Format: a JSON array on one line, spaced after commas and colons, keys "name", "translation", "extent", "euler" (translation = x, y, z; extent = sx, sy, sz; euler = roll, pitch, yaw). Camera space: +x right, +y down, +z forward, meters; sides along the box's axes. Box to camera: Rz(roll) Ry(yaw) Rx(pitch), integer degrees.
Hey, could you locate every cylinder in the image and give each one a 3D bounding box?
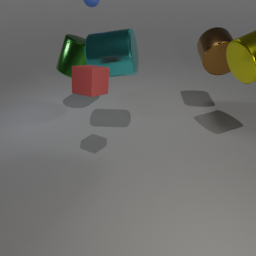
[{"name": "cylinder", "translation": [3.962, -2.234, 8.441], "extent": [1.400, 1.400, 1.400], "euler": [-25, 35, -6]}, {"name": "cylinder", "translation": [-2.012, -2.824, 11.228], "extent": [1.400, 1.400, 1.400], "euler": [20, 22, -8]}, {"name": "cylinder", "translation": [3.524, -3.015, 10.997], "extent": [1.400, 1.400, 1.400], "euler": [1, 41, 2]}, {"name": "cylinder", "translation": [-0.469, -2.322, 8.844], "extent": [1.400, 1.400, 1.400], "euler": [-4, 29, 12]}]

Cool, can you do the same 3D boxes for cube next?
[{"name": "cube", "translation": [-0.978, -1.246, 7.313], "extent": [0.700, 0.700, 0.700], "euler": [14, 20, 29]}]

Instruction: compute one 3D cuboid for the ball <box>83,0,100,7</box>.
[{"name": "ball", "translation": [-1.515, -5.390, 11.617], "extent": [0.700, 0.700, 0.700], "euler": [0, 31, 0]}]
